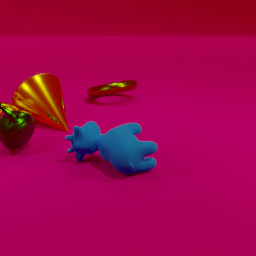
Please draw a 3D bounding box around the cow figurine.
[{"bbox_3d":[-0.380,0.397,5.609,1.547,0.863,1.572,-12,32,-21],"label":"cow figurine"}]

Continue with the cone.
[{"bbox_3d":[-2.143,-0.417,7.928,1.619,1.619,1.625,-19,54,-43],"label":"cone"}]

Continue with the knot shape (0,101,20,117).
[{"bbox_3d":[-3.773,-0.380,7.081,1.753,0.866,1.873,18,1,29],"label":"knot shape"}]

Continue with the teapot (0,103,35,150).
[{"bbox_3d":[-2.562,-0.030,6.225,0.719,1.468,0.913,27,55,7],"label":"teapot"}]

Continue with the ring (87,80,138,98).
[{"bbox_3d":[-0.603,-1.516,10.830,2.004,0.401,2.004,-10,7,1],"label":"ring"}]
